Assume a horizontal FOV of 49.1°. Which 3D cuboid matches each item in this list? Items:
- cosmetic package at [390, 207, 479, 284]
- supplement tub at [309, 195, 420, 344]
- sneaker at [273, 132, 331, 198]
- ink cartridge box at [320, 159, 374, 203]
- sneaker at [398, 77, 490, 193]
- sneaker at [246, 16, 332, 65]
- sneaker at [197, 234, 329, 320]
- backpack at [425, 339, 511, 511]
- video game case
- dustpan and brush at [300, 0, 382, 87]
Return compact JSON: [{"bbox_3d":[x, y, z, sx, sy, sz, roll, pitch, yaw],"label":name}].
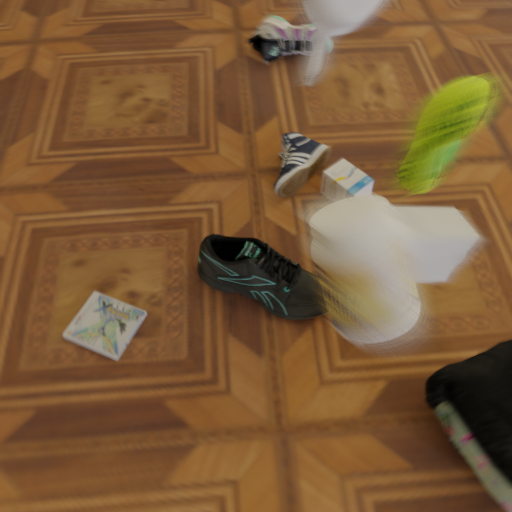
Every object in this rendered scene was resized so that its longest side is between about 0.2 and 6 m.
[{"bbox_3d":[2.112,-0.135,7.815,1.706,0.963,0.692,-2,47,-31],"label":"cosmetic package"},{"bbox_3d":[1.264,0.150,6.605,1.087,1.505,1.087,-17,23,7],"label":"supplement tub"},{"bbox_3d":[0.724,-2.054,12.356,1.038,0.671,1.914,35,53,18],"label":"sneaker"},{"bbox_3d":[1.921,-1.477,11.942,0.656,0.659,0.898,-36,61,-23],"label":"ink cartridge box"},{"bbox_3d":[2.918,-1.978,8.889,0.809,2.185,0.913,32,52,7],"label":"sneaker"},{"bbox_3d":[0.773,-5.559,14.976,2.241,0.871,1.567,24,58,28],"label":"sneaker"},{"bbox_3d":[0.177,0.359,10.305,2.784,1.103,1.050,15,53,10],"label":"sneaker"},{"bbox_3d":[3.872,2.616,8.295,1.986,1.506,2.379,-27,50,2],"label":"backpack"},{"bbox_3d":[-2.755,1.253,10.219,1.149,0.126,1.048,19,55,14],"label":"video game case"},{"bbox_3d":[1.493,-4.721,10.845,1.972,2.826,0.809,11,7,-23],"label":"dustpan and brush"}]
